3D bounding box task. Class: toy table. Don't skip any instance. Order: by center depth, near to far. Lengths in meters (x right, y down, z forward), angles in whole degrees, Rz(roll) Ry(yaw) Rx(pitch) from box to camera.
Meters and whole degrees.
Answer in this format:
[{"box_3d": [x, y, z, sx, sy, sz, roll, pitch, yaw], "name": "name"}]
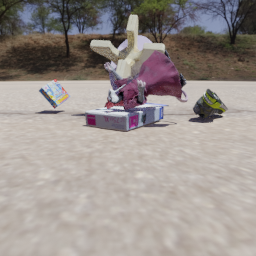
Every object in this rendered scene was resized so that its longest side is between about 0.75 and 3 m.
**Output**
[{"box_3d": [0.070, -2.537, 10.081, 2.546, 2.769, 1.622, -4, -21, 9], "name": "toy table"}]

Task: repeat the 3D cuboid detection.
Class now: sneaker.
[{"box_3d": [2.816, -0.764, 9.783, 0.882, 0.805, 2.180, -39, -23, 21], "name": "sneaker"}]

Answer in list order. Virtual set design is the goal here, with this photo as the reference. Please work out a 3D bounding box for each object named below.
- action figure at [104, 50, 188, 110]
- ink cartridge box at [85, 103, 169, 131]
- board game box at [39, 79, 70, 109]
[{"box_3d": [0.357, -1.197, 8.358, 2.429, 1.809, 1.627, -32, 50, 0], "name": "action figure"}, {"box_3d": [0.075, -0.442, 9.004, 1.550, 0.545, 2.597, 8, 17, 34], "name": "ink cartridge box"}, {"box_3d": [-2.892, -1.362, 11.108, 0.263, 0.922, 0.941, -33, 13, 36], "name": "board game box"}]
